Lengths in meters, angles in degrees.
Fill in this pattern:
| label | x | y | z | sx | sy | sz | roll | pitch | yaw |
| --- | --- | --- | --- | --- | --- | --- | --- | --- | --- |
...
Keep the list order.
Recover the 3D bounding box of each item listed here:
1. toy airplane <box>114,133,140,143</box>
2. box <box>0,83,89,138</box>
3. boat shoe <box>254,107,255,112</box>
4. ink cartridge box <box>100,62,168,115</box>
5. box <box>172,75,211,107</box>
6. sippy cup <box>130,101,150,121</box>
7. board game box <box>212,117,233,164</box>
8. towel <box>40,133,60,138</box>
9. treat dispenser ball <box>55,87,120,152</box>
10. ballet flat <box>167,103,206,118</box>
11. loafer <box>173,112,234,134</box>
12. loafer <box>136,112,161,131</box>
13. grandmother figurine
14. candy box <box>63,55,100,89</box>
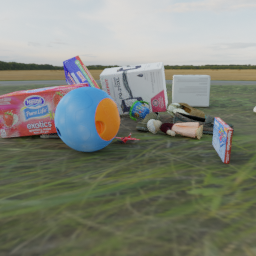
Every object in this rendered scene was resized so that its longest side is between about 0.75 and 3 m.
| label | x | y | z | sx | sy | sz | roll | pitch | yaw |
| --- | --- | --- | --- | --- | --- | --- | --- | --- | --- |
| toy airplane | -0.065 | 0.331 | 8.675 | 0.987 | 0.182 | 0.987 | 1 | 12 | 0 |
| box | -2.738 | -0.617 | 9.352 | 2.893 | 1.381 | 1.442 | -5 | 15 | 9 |
| boat shoe | 7.343 | -1.074 | 13.614 | 2.354 | 0.806 | 0.848 | 1 | 12 | 6 |
| ink cartridge box | 0.294 | -1.726 | 12.574 | 2.737 | 1.982 | 1.154 | -4 | 26 | 14 |
| box | 3.689 | -2.247 | 16.652 | 2.070 | 1.782 | 2.080 | 1 | 11 | 9 |
| sippy cup | 0.518 | -0.706 | 11.623 | 0.644 | 0.879 | 0.690 | 27 | 11 | 25 |
| board game box | 2.475 | 0.266 | 7.414 | 0.160 | 0.846 | 1.643 | 2 | 13 | 7 |
| towel | -2.328 | 0.168 | 9.445 | 0.959 | 0.172 | 0.996 | 0 | 12 | 3 |
| treat dispenser ball | -1.099 | -0.236 | 7.654 | 1.767 | 1.767 | 1.767 | 0 | 12 | 0 |
| ballet flat | 2.152 | -0.617 | 11.361 | 0.896 | 0.840 | 2.477 | 16 | 11 | -22 |
| loafer | 2.634 | -0.186 | 9.880 | 2.131 | 0.670 | 0.766 | 4 | 13 | 18 |
| loafer | 0.767 | -0.278 | 10.503 | 0.632 | 0.585 | 1.681 | 6 | 14 | 24 |
| grandmother figurine | 1.538 | 0.002 | 9.422 | 1.845 | 0.559 | 1.119 | 8 | 6 | 22 |
| candy box | -1.892 | -1.764 | 11.388 | 0.744 | 1.634 | 1.932 | -30 | -7 | -13 |
